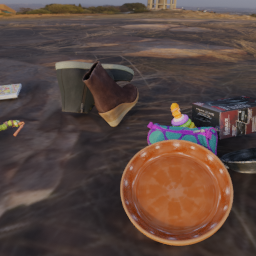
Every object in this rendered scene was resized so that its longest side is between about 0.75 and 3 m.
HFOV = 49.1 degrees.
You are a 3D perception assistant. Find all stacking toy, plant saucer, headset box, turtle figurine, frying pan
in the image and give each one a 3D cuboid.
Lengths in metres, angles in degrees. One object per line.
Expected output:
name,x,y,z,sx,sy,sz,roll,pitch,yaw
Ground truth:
stacking toy,1.318,-0.074,6.804,0.706,1.216,0.668,-42,24,-30
plant saucer,0.820,1.058,4.878,1.886,0.304,1.886,-5,53,7
headset box,2.552,-0.307,7.032,1.775,0.685,1.321,-8,16,-14
turtle figurine,-3.678,0.068,7.327,1.706,0.550,1.376,-33,30,-24
frying pan,2.185,0.687,5.672,2.614,0.426,1.581,-12,1,6

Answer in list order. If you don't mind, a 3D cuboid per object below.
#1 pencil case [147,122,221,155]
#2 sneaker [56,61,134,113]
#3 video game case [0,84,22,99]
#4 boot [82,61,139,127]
pencil case,1.204,0.236,6.241,1.554,0.718,0.661,4,45,38
sneaker,-1.015,-1.289,9.202,2.922,1.552,1.093,-7,9,-41
video game case,-4.671,-1.354,10.508,1.151,0.145,1.265,-8,28,-9
boot,-0.438,-1.261,8.393,0.750,1.725,2.073,-9,34,30
